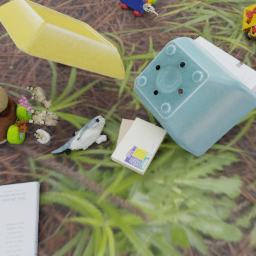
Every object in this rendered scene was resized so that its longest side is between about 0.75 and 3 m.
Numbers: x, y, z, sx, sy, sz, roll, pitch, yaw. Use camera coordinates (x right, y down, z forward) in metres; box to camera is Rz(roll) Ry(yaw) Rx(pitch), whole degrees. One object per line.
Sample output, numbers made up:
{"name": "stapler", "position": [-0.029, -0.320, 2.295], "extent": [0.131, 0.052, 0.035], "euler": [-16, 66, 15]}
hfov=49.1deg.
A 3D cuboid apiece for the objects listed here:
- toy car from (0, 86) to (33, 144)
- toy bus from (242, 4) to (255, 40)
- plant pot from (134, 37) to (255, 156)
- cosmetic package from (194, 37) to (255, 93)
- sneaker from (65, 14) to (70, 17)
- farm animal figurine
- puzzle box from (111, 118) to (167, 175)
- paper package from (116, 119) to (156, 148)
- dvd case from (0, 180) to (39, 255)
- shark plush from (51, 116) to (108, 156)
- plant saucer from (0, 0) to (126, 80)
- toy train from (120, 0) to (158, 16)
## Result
{"name": "toy car", "position": [-3.770, -0.588, 7.589], "extent": [1.607, 1.957, 1.544], "euler": [5, 59, 4]}
{"name": "toy bus", "position": [4.651, -3.804, 10.435], "extent": [1.442, 1.360, 0.745], "euler": [-45, 23, -26]}
{"name": "plant pot", "position": [1.492, -0.887, 7.055], "extent": [2.279, 2.321, 2.273], "euler": [-46, 61, 18]}
{"name": "cosmetic package", "position": [2.683, -1.625, 8.845], "extent": [1.414, 1.017, 2.507], "euler": [-39, 66, -20]}
{"name": "sneaker", "position": [-2.135, -3.204, 10.168], "extent": [0.926, 0.792, 2.257], "euler": [12, 56, -15]}
{"name": "farm animal figurine", "position": [-2.408, -0.380, 7.722], "extent": [1.316, 0.694, 1.331], "euler": [25, 94, 26]}
{"name": "puzzle box", "position": [0.304, 0.440, 7.326], "extent": [0.931, 0.178, 1.399], "euler": [25, 61, 16]}
{"name": "paper package", "position": [0.230, 0.362, 7.826], "extent": [1.018, 0.552, 1.068], "euler": [8, 57, 6]}
{"name": "dvd case", "position": [-3.130, 2.713, 6.342], "extent": [2.100, 0.258, 2.943], "euler": [-6, 59, -5]}
{"name": "shark plush", "position": [-1.330, 0.313, 8.045], "extent": [1.753, 0.796, 0.730], "euler": [-44, 42, -6]}
{"name": "plant saucer", "position": [-1.619, -2.389, 7.162], "extent": [2.797, 0.678, 2.796], "euler": [7, 29, -41]}
{"name": "toy train", "position": [0.752, -5.061, 11.295], "extent": [2.042, 0.864, 1.181], "euler": [38, 51, 22]}
